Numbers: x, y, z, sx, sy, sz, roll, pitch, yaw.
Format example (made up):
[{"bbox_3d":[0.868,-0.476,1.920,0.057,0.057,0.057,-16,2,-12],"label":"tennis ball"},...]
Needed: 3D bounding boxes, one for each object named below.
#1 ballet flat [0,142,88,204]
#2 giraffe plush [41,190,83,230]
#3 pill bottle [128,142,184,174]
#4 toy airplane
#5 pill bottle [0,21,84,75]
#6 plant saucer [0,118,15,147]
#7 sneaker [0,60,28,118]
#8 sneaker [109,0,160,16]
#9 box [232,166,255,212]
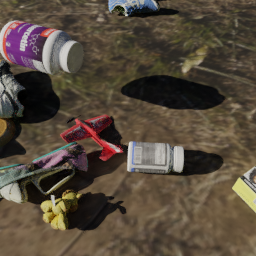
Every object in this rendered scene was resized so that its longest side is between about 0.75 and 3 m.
[{"bbox_3d":[-2.458,1.292,7.263,2.986,1.032,1.063,-18,75,-14],"label":"ballet flat"},{"bbox_3d":[-1.565,1.894,6.913,0.856,0.992,0.804,24,27,23],"label":"giraffe plush"},{"bbox_3d":[0.742,0.814,7.609,1.460,0.830,0.830,3,53,3],"label":"pill bottle"},{"bbox_3d":[-0.927,0.236,8.154,2.014,0.370,2.014,14,34,-10],"label":"toy airplane"},{"bbox_3d":[-2.268,-2.093,7.446,2.063,1.160,1.160,18,55,17],"label":"pill bottle"},{"bbox_3d":[-4.127,0.076,8.541,1.284,0.227,1.284,0,53,0],"label":"plant saucer"},{"bbox_3d":[-3.903,-1.245,9.267,1.101,0.950,2.512,3,50,-23],"label":"sneaker"},{"bbox_3d":[0.246,-5.351,12.372,2.309,0.874,0.890,9,80,3],"label":"sneaker"},{"bbox_3d":[4.159,1.143,7.446,2.727,0.683,1.026,-27,58,-19],"label":"box"}]
